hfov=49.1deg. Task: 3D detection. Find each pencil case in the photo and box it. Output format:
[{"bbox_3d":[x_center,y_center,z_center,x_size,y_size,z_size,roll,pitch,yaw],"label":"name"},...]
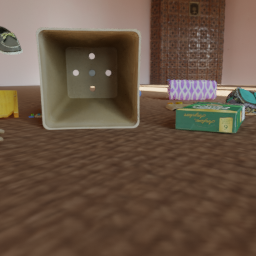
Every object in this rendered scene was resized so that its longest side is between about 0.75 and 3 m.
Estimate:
[{"bbox_3d":[3.744,-2.228,16.568,2.926,1.228,1.251,3,-2,5],"label":"pencil case"}]

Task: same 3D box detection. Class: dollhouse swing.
[{"bbox_3d":[-4.786,-0.535,9.946,1.663,1.462,1.512,-4,53,-21],"label":"dollhouse swing"}]

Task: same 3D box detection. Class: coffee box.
[{"bbox_3d":[2.553,-0.391,8.368,1.624,0.581,2.641,6,12,27],"label":"coffee box"}]

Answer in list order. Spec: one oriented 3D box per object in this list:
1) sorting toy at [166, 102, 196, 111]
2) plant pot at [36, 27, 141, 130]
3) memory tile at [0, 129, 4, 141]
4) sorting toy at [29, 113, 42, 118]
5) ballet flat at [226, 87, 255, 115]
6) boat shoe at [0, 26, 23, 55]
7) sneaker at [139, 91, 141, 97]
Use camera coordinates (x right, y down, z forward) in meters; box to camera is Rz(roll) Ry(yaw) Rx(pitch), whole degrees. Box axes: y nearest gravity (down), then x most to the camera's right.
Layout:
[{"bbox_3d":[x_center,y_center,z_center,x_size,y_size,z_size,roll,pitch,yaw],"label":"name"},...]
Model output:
[{"bbox_3d":[2.390,-0.949,12.399,1.352,0.243,1.815,-5,11,-4],"label":"sorting toy"},{"bbox_3d":[-1.100,-1.569,8.430,2.623,2.626,2.325,-1,17,-6],"label":"plant pot"},{"bbox_3d":[-4.199,-0.019,5.521,2.996,0.251,2.296,2,-6,31],"label":"memory tile"},{"bbox_3d":[-3.093,-0.480,10.091,0.928,0.126,0.523,-2,11,-14],"label":"sorting toy"},{"bbox_3d":[4.387,-0.885,10.130,2.548,0.917,0.917,8,4,-36],"label":"ballet flat"},{"bbox_3d":[-2.187,-1.578,5.039,0.378,0.316,1.057,-16,36,-32],"label":"boat shoe"},{"bbox_3d":[-0.353,-1.951,16.491,2.180,0.764,0.849,1,21,14],"label":"sneaker"}]
